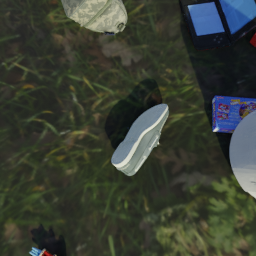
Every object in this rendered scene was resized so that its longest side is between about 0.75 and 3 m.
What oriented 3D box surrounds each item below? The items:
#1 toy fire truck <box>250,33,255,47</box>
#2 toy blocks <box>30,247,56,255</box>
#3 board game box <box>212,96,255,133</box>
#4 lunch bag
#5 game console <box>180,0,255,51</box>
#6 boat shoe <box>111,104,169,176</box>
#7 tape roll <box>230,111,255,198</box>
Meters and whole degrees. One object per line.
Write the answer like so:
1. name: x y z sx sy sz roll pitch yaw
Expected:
1. toy fire truck: 5.105 -2.956 9.676 2.079 0.507 1.466 -41 76 -13
2. toy blocks: -2.268 3.727 7.484 1.006 0.365 0.839 24 72 8
3. board game box: 3.543 -0.394 8.877 1.644 0.368 1.106 5 71 2
4. lunch bag: -1.114 -4.406 9.404 1.605 1.932 2.304 -39 61 30
5. game console: 3.112 -4.124 9.601 2.041 1.405 2.368 -10 71 -3
6. boat shoe: 0.508 0.329 8.563 2.553 0.929 0.789 -52 122 -22
7. tape roll: 4.510 0.661 7.400 2.979 2.045 2.979 0 82 -2
